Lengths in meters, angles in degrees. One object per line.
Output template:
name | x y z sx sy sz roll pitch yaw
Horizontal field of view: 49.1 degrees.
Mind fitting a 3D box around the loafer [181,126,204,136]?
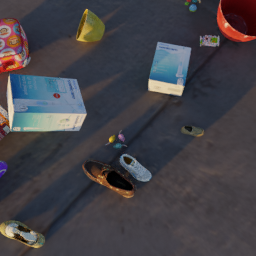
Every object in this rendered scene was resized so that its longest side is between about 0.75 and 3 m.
loafer | 2.341 0.099 10.091 0.850 0.287 0.323 4 67 2

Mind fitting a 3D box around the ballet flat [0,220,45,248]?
ballet flat | -3.304 3.233 8.625 1.546 0.546 0.546 20 68 9

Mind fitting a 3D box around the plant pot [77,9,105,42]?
plant pot | -1.479 -4.067 11.500 0.892 1.257 1.257 16 65 -23

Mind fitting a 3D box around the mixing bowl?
mixing bowl | 4.586 -4.442 11.396 2.340 1.268 2.340 2 78 -8

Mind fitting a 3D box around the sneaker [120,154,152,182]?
sneaker | 0.243 1.352 9.437 1.249 0.505 0.478 33 69 12

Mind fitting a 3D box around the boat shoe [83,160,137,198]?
boat shoe | -0.619 1.583 9.234 2.018 0.710 0.710 25 71 12

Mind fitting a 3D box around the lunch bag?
lunch bag | -5.270 -3.038 11.012 2.594 1.063 2.285 -14 67 -6

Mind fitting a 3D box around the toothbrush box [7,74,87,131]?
toothbrush box | -2.777 -0.828 9.500 2.321 0.990 1.699 1 52 -30

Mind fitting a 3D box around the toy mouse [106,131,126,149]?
toy mouse | -0.327 0.469 9.905 0.675 0.147 0.759 34 84 13

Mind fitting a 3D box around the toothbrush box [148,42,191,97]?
toothbrush box | 1.603 -2.289 10.843 1.348 0.785 1.841 11 67 5

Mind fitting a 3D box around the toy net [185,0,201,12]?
toy net | 3.035 -5.747 12.665 0.590 0.217 1.125 33 69 16

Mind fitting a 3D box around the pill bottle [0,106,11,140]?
pill bottle | -5.154 0.251 9.402 1.418 1.418 2.483 35 71 14

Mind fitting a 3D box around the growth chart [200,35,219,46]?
growth chart | 3.452 -3.692 11.844 0.874 0.077 0.632 1 66 0

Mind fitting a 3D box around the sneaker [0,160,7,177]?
sneaker | -4.742 2.242 8.903 2.639 0.917 1.312 -42 77 -11
